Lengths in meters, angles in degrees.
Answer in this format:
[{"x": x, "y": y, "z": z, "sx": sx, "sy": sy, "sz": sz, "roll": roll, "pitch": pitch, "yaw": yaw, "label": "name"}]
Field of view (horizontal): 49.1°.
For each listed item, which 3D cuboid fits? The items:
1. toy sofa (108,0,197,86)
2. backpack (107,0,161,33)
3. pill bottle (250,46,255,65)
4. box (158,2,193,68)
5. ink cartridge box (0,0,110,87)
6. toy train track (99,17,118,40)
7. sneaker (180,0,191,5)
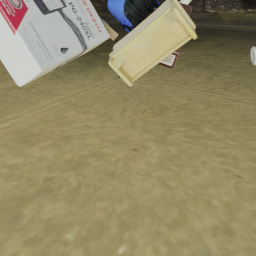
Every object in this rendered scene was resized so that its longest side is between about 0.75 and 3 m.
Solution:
[{"x": 0.594, "y": -2.201, "z": 7.254, "sx": 2.228, "sy": 0.923, "sz": 1.087, "roll": -34, "pitch": 29, "yaw": 26, "label": "toy sofa"}, {"x": 0.061, "y": -4.076, "z": 9.482, "sx": 1.424, "sy": 1.379, "sz": 1.697, "roll": 27, "pitch": 1, "yaw": 32, "label": "backpack"}, {"x": 3.288, "y": -1.746, "z": 6.497, "sx": 0.753, "sy": 0.430, "sz": 0.430, "roll": -9, "pitch": 24, "yaw": 10, "label": "pill bottle"}, {"x": 1.418, "y": -2.896, "z": 8.728, "sx": 0.672, "sy": 0.897, "sz": 1.792, "roll": 19, "pitch": 72, "yaw": 3, "label": "box"}, {"x": -2.074, "y": -2.667, "z": 7.267, "sx": 1.188, "sy": 2.069, "sz": 2.849, "roll": -17, "pitch": 20, "yaw": 42, "label": "ink cartridge box"}, {"x": -1.194, "y": -3.579, "z": 8.923, "sx": 2.070, "sy": 1.188, "sz": 0.337, "roll": 37, "pitch": 3, "yaw": -20, "label": "toy train track"}, {"x": 2.065, "y": -4.694, "z": 10.455, "sx": 0.389, "sy": 1.039, "sz": 0.517, "roll": 32, "pitch": -8, "yaw": 4, "label": "sneaker"}]
